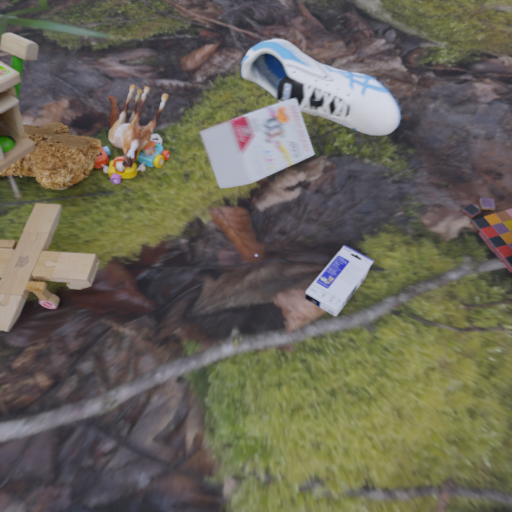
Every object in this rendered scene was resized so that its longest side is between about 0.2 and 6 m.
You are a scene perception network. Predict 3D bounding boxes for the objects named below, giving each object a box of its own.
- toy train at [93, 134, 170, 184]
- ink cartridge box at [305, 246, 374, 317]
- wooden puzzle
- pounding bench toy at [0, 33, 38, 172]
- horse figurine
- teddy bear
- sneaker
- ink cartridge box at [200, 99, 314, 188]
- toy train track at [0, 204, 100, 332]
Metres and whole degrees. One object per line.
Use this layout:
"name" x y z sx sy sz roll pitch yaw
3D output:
"toy train" -2.682 -2.147 11.471 1.744 0.485 1.310 -21 54 -16
"ink cartridge box" 1.425 0.406 9.516 0.627 0.247 1.261 30 58 23
"wooden puzzle" 4.777 -0.356 10.208 1.218 0.144 2.054 -16 52 -13
"pounding bench toy" -3.625 -1.999 7.567 1.125 1.412 1.811 31 54 16
"horse figurine" -2.547 -2.659 11.383 0.599 1.590 2.400 18 8 -36
"teddy bear" -4.607 -2.035 10.923 3.152 1.052 2.285 10 27 -5
"sneaker" 1.005 -2.651 9.166 2.857 1.027 1.035 32 56 20
"ink cartridge box" 0.022 -1.319 6.588 1.000 0.727 0.723 -29 16 -32
"toy train track" -4.609 0.217 9.483 4.191 0.682 2.404 4 57 11
